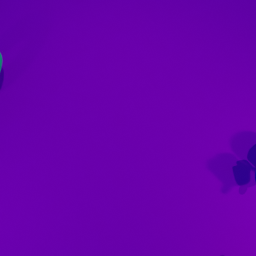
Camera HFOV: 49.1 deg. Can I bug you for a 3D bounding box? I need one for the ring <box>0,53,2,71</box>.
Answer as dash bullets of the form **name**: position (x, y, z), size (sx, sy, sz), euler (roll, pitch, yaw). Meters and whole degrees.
- **ring**: position (-3.953, -1.286, 7.451), size (1.852, 0.370, 1.852), euler (-22, 54, 35)
